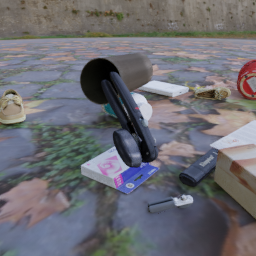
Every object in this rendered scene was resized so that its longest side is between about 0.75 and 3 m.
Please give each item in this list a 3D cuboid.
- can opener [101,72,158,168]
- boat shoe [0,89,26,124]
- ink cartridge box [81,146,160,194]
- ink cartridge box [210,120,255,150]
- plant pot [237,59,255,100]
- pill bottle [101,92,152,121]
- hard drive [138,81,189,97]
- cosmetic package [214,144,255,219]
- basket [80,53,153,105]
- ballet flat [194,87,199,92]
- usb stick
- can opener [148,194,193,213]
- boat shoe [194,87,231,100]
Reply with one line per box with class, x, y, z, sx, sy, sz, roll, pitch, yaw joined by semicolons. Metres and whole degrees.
can opener;0.012;-0.261;6.333;0.749;2.364;0.929;-28;-21;24
boat shoe;-4.546;-0.874;10.816;0.965;0.865;2.607;-10;25;-24
ink cartridge box;-0.173;0.975;7.072;1.463;0.317;1.437;14;26;33
ink cartridge box;3.740;0.589;7.854;2.308;0.578;1.857;-25;32;-31
plant pot;5.954;-2.216;13.134;1.693;1.693;1.542;13;33;28
pill bottle;-0.043;-0.803;10.327;1.119;1.119;2.019;-16;27;-34
hard drive;1.805;-2.035;14.417;2.164;0.289;1.427;20;30;39
cosmetic package;2.829;1.172;5.799;1.061;0.895;2.052;-7;23;-17
basket;-0.225;-1.812;9.596;1.942;1.465;2.154;-13;11;46
ballet flat;3.468;-1.895;14.065;0.270;0.269;0.806;20;25;-5
usb stick;1.927;0.962;7.095;0.511;0.300;1.841;19;29;36
can opener;0.878;1.569;5.704;0.941;0.313;0.248;-10;21;-2
boat shoe;3.907;-1.556;12.985;1.589;0.582;0.498;0;24;28
